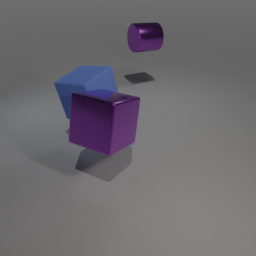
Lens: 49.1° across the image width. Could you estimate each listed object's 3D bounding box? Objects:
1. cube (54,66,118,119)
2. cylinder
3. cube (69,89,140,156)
[{"bbox_3d":[-1.310,-1.156,9.342,1.400,1.400,1.400,9,38,33],"label":"cube"},{"bbox_3d":[0.867,-4.605,14.235,1.400,1.400,1.400,-12,32,-24],"label":"cylinder"},{"bbox_3d":[-0.647,-0.233,7.832,1.400,1.400,1.400,16,19,27],"label":"cube"}]
